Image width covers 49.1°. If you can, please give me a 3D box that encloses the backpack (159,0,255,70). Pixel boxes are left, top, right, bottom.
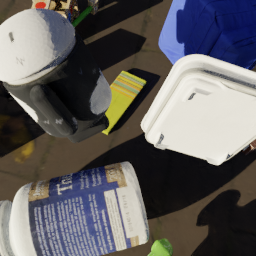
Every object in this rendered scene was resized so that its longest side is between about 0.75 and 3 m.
[{"bbox_3d":[2.655,-2.605,7.462,2.865,2.328,2.404,-26,74,-25],"label":"backpack"}]

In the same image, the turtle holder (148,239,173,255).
[{"bbox_3d":[1.043,3.143,5.173,1.306,1.397,1.839,-27,35,-28],"label":"turtle holder"}]

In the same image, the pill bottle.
[{"bbox_3d":[-1.212,1.773,5.547,2.996,1.663,1.663,-12,64,-6],"label":"pill bottle"}]

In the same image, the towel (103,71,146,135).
[{"bbox_3d":[-0.329,-0.732,7.666,0.833,0.175,1.936,28,68,19],"label":"towel"}]

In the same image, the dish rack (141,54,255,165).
[{"bbox_3d":[1.317,-0.081,4.645,1.899,2.213,0.482,17,55,-6],"label":"dish rack"}]

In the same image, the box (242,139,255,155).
[{"bbox_3d":[3.409,0.039,7.069,1.412,0.529,0.707,-24,66,-13],"label":"box"}]

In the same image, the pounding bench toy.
[{"bbox_3d":[-1.888,-3.339,8.383,1.894,1.177,1.478,3,63,2],"label":"pounding bench toy"}]

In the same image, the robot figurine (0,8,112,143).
[{"bbox_3d":[-1.153,-0.744,4.533,1.689,2.249,1.403,17,60,40],"label":"robot figurine"}]
